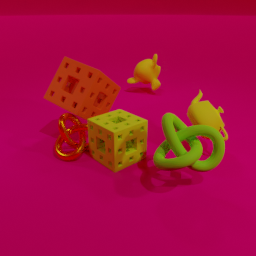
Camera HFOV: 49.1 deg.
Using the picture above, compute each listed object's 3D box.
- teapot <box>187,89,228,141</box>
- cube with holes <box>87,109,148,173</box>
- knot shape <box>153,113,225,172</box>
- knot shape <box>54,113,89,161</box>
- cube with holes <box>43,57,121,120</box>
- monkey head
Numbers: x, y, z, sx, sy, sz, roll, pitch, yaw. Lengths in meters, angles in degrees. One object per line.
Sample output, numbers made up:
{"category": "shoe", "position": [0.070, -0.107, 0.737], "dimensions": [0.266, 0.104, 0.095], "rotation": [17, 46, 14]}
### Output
{"category": "teapot", "position": [2.058, -0.303, 7.298], "dimensions": [0.824, 1.047, 1.684], "rotation": [-34, 54, 15]}
{"category": "cube with holes", "position": [-0.260, 0.272, 6.990], "dimensions": [1.045, 1.045, 1.045], "rotation": [-20, 31, -37]}
{"category": "knot shape", "position": [1.128, 0.405, 5.790], "dimensions": [1.499, 0.693, 1.403], "rotation": [38, 56, 21]}
{"category": "knot shape", "position": [-1.402, 0.299, 7.201], "dimensions": [1.237, 1.157, 0.571], "rotation": [36, -17, -15]}
{"category": "cube with holes", "position": [-1.270, -1.006, 7.997], "dimensions": [1.299, 1.299, 1.299], "rotation": [26, -1, 28]}
{"category": "monkey head", "position": [0.844, -2.251, 11.898], "dimensions": [1.047, 1.737, 1.250], "rotation": [24, 37, -41]}
